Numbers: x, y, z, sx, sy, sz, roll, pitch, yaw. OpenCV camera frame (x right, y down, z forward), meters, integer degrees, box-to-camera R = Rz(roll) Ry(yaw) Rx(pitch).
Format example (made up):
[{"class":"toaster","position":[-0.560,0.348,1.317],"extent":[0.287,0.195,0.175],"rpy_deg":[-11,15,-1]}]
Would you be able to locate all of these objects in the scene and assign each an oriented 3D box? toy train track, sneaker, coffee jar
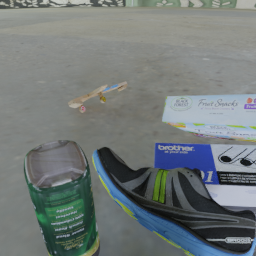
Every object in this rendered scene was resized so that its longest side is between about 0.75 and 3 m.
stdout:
[{"class":"toy train track","position":[-0.849,-1.046,9.308],"extent":[1.554,0.441,2.709],"rpy_deg":[-22,5,40]},{"class":"sneaker","position":[0.597,1.034,4.326],"extent":[2.736,0.970,1.134],"rpy_deg":[27,68,26]},{"class":"coffee jar","position":[-0.864,1.140,3.898],"extent":[0.776,1.820,0.949],"rpy_deg":[-14,35,-17]}]

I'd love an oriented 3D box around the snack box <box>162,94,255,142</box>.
[{"class":"snack box","position":[2.241,-0.165,5.899],"extent":[2.475,0.656,1.760],"rpy_deg":[4,-11,43]}]

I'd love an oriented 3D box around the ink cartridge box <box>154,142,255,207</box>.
[{"class":"ink cartridge box","position":[1.803,0.885,5.492],"extent":[2.589,0.572,1.217],"rpy_deg":[1,34,7]}]
